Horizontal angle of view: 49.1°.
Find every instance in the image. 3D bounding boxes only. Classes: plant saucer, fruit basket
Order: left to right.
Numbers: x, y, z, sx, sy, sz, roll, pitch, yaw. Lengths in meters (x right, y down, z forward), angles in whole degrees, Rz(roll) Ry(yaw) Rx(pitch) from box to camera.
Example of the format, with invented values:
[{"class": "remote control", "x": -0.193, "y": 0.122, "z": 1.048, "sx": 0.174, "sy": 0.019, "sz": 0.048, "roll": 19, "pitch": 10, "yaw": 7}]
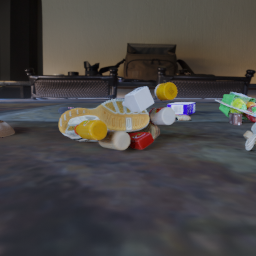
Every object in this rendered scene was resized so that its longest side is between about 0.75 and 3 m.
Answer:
[{"class": "plant saucer", "x": -4.606, "y": 0.015, "z": 8.439, "sx": 2.228, "sy": 0.408, "sz": 2.228, "roll": 1, "pitch": 7, "yaw": 0}, {"class": "fruit basket", "x": 5.220, "y": -0.812, "z": 11.932, "sx": 2.131, "sy": 1.079, "sz": 2.301, "roll": 4, "pitch": 13, "yaw": -32}]

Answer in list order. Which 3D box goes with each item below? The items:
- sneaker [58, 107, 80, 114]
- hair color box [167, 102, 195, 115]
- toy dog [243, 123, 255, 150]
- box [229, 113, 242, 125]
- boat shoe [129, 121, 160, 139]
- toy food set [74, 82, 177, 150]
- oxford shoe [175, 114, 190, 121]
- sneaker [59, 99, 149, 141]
[{"class": "sneaker", "x": -3.203, "y": -0.908, "z": 15.542, "sx": 1.282, "sy": 0.450, "sz": 0.526, "roll": 1, "pitch": -11, "yaw": -4}, {"class": "hair color box", "x": 3.002, "y": -1.085, "z": 15.629, "sx": 1.113, "sy": 0.660, "sz": 2.037, "roll": 3, "pitch": 10, "yaw": 25}, {"class": "toy dog", "x": 3.267, "y": 0.135, "z": 6.432, "sx": 0.736, "sy": 1.008, "sz": 1.528, "roll": 36, "pitch": 23, "yaw": 8}, {"class": "box", "x": 4.270, "y": -0.365, "z": 11.142, "sx": 0.317, "sy": 0.423, "sz": 0.845, "roll": 1, "pitch": 7, "yaw": 6}, {"class": "boat shoe", "x": -0.060, "y": 0.006, "z": 7.599, "sx": 1.979, "sy": 0.712, "sz": 0.668, "roll": 11, "pitch": 6, "yaw": 31}, {"class": "toy food set", "x": 0.044, "y": -0.195, "z": 6.567, "sx": 2.448, "sy": 1.169, "sz": 1.102, "roll": -35, "pitch": 18, "yaw": -26}, {"class": "oxford shoe", "x": 2.347, "y": -0.413, "z": 12.355, "sx": 0.807, "sy": 0.286, "sz": 0.298, "roll": 6, "pitch": 34, "yaw": 36}, {"class": "sneaker", "x": -0.553, "y": -0.127, "z": 7.116, "sx": 2.253, "sy": 0.852, "sz": 0.988, "roll": -4, "pitch": -24, "yaw": 10}]
